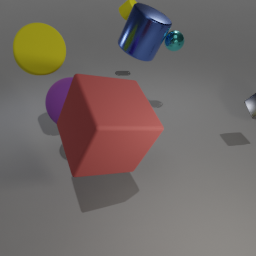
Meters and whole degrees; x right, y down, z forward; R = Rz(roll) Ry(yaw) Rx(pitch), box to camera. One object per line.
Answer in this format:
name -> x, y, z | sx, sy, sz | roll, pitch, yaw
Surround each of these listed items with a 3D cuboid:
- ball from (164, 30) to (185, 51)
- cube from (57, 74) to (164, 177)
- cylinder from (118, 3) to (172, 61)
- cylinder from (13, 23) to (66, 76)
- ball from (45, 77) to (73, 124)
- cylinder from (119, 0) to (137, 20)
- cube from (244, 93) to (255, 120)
ball -> 1.612, -3.030, 9.754 | 0.700, 0.700, 0.700 | 0, 32, 0
cube -> -0.429, -0.039, 5.532 | 1.400, 1.400, 1.400 | 0, 48, -33
cylinder -> 0.550, -3.225, 9.475 | 1.400, 1.400, 1.400 | 19, 36, -15
cylinder -> -2.640, -2.262, 8.262 | 1.400, 1.400, 1.400 | -13, 14, -20
ball -> -1.527, -0.676, 7.640 | 1.400, 1.400, 1.400 | 0, 32, 0
cylinder -> 0.055, -5.368, 12.675 | 0.700, 0.700, 0.700 | -26, 16, 35
cube -> 4.216, -0.683, 8.706 | 0.700, 0.700, 0.700 | 13, 52, -32
